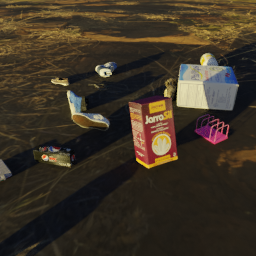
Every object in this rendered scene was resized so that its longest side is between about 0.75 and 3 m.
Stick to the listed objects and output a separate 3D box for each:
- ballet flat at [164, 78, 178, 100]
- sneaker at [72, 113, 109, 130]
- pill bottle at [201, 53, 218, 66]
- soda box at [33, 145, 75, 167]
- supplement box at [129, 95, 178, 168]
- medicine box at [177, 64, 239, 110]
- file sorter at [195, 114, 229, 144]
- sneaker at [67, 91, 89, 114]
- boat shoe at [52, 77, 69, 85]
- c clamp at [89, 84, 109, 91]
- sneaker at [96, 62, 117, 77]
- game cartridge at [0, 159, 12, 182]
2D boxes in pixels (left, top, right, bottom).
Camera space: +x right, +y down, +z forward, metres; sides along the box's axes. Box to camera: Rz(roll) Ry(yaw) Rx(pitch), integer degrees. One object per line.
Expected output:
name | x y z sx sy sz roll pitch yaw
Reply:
ballet flat | 2.019 -1.890 13.664 0.612 0.889 2.639 18 30 6
sneaker | -1.495 -0.341 11.387 1.520 0.554 0.644 17 33 -3
pill bottle | 4.888 -3.834 16.799 0.880 0.880 1.560 3 32 4
soda box | -2.498 0.936 9.530 1.341 0.474 0.425 7 30 11
supplement box | 0.834 0.089 9.150 1.155 2.094 0.897 -14 17 -22
medicine box | 3.713 -2.024 13.476 2.567 1.321 2.338 6 32 9
file sorter | 3.259 -0.003 10.863 0.736 0.664 1.058 -19 37 -27
sneaker | -2.261 -1.254 12.886 0.887 0.612 1.594 -14 38 -10
boat shoe | -3.718 -2.604 15.348 1.087 0.323 0.390 14 35 21
c clamp | -1.487 -2.172 14.876 0.843 0.134 0.987 -15 33 -31
sneaker | -1.071 -3.345 16.363 1.435 0.578 1.051 -17 42 -28
game cartridge | -4.501 1.541 8.806 1.412 0.271 0.915 -24 43 -33
